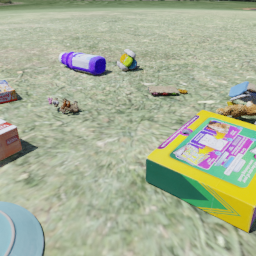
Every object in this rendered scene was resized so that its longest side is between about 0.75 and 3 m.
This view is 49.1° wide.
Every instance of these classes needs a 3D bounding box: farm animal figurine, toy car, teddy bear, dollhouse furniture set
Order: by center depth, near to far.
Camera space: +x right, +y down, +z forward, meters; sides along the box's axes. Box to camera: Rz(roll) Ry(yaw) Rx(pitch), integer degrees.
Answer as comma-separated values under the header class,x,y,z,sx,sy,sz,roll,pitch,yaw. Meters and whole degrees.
class,x,y,z,sx,sy,sz,roll,pitch,yaw
teddy bear,3.448,-0.589,8.877,1.301,0.434,0.943,-8,-15,34
dollhouse furniture set,4.538,-0.485,9.111,2.102,1.453,2.226,19,-6,-9
farm animal figurine,-2.239,-0.748,9.666,0.979,0.492,0.791,14,12,31
toy car,0.056,-3.345,14.168,0.867,1.012,1.156,28,14,-30

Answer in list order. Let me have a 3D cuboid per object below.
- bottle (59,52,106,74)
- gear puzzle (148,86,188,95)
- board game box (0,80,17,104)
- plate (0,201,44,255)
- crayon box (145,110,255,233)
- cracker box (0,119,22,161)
class,x,y,z,sx,sy,sz,roll,pitch,yaw
bottle,-2.332,-3.283,13.917,2.570,0.839,1.074,19,29,31
gear puzzle,1.608,-1.480,11.290,1.608,0.211,0.833,0,26,-7
board game box,-5.396,-1.263,10.570,1.918,0.444,1.453,-18,33,-30
plate,-2.777,2.036,4.528,2.718,0.347,2.718,1,27,0
crayon box,2.117,0.715,6.402,2.327,0.786,2.697,23,40,33
cracker box,-4.425,0.240,7.405,2.706,0.781,1.813,20,34,31
